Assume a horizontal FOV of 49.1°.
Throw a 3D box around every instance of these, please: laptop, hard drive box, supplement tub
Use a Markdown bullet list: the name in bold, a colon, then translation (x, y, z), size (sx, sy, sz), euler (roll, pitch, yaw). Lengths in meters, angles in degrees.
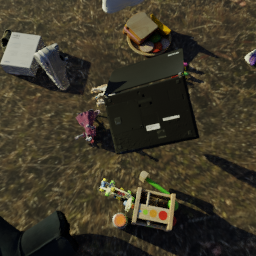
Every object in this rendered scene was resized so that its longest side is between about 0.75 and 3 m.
- **laptop**: translation (0.721, -0.893, 8.934), size (2.613, 1.523, 2.948), euler (-14, 88, 20)
- **hard drive box**: translation (-4.654, -3.280, 12.458), size (1.365, 0.672, 1.751), euler (9, 68, 4)
- **supplement tub**: translation (-0.270, 3.227, 9.721), size (0.515, 0.841, 0.515), euler (0, 67, 1)

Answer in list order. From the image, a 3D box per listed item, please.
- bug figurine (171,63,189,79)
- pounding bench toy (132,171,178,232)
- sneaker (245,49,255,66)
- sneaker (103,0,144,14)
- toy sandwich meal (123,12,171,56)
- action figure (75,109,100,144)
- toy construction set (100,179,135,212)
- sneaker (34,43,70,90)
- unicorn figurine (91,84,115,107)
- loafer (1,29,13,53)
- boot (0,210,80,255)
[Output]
- **bug figurine**: translation (2.232, -2.601, 12.393), size (0.878, 0.291, 1.133), euler (1, 67, 0)
- **pounding bench toy**: translation (1.010, 2.537, 9.830), size (1.455, 1.158, 1.865), euler (10, 68, 4)
- **sneaker**: translation (6.062, -3.343, 12.626), size (1.644, 0.663, 0.686), euler (-32, 86, -3)
- **sneaker**: translation (-0.019, -4.454, 9.150), size (1.847, 0.817, 0.695), euler (-36, 66, -21)
- **toy sandwich meal**: translation (0.936, -4.334, 12.831), size (2.270, 0.777, 2.270), euler (0, 68, 0)
- **action figure**: translation (-1.572, -0.004, 11.261), size (0.907, 1.009, 1.355), euler (-23, 80, 36)
- **toy construction set**: translation (-0.295, 2.365, 9.994), size (1.432, 0.939, 0.660), euler (33, 74, 21)
- **sneaker**: translation (-2.291, -1.992, 9.431), size (0.881, 2.149, 0.803), euler (-40, 75, -7)
- **unicorn figurine**: translation (-0.759, -1.244, 11.615), size (1.233, 0.663, 1.795), euler (-16, 63, -18)
- **loafer**: translation (-5.532, -4.053, 12.889), size (0.501, 0.464, 1.332), euler (-5, 68, -2)
- **boot**: translation (-3.324, 3.485, 9.419), size (2.514, 1.143, 2.993), euler (-33, 78, -9)
